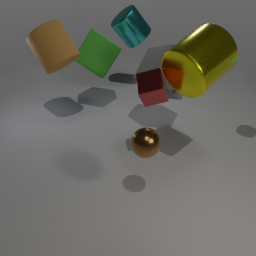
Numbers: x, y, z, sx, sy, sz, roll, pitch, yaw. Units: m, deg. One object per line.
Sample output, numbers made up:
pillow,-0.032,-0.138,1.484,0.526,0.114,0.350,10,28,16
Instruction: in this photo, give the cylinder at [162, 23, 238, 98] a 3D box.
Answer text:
cylinder,1.832,-1.727,7.236,1.400,1.400,1.400,-40,45,-20

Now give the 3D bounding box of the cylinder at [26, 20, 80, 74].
cylinder,-2.671,-2.889,10.062,1.400,1.400,1.400,-30,10,6

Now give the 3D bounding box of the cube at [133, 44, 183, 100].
cube,1.312,-1.979,10.033,1.400,1.400,1.400,31,-8,-32

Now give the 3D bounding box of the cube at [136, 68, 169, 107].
cube,0.667,-1.104,7.689,0.700,0.700,0.700,-12,62,15

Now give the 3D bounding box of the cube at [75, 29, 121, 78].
cube,-1.281,-3.036,11.664,1.400,1.400,1.400,32,4,-12

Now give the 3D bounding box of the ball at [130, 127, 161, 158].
ball,0.405,0.335,6.392,0.700,0.700,0.700,0,30,0

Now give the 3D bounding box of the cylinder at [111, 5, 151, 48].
cylinder,0.143,-4.761,13.201,1.400,1.400,1.400,-31,34,24
